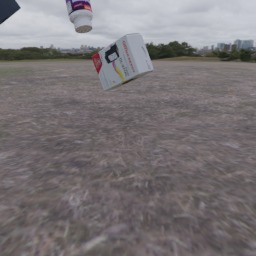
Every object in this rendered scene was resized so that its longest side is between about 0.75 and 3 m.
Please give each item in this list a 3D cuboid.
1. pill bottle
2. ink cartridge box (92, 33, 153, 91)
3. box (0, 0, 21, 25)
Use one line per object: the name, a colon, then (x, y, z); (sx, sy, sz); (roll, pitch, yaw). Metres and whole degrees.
pill bottle: (-1.811, -4.440, 10.457); (0.902, 1.619, 0.902); (-13, -4, -1)
ink cartridge box: (-0.215, -2.113, 9.114); (1.768, 1.288, 0.732); (-17, 5, 46)
box: (-4.180, -3.480, 8.467); (1.513, 0.810, 1.123); (-3, 42, 46)
